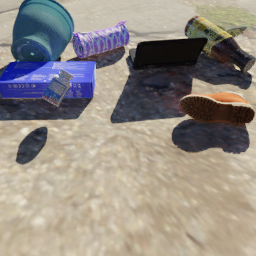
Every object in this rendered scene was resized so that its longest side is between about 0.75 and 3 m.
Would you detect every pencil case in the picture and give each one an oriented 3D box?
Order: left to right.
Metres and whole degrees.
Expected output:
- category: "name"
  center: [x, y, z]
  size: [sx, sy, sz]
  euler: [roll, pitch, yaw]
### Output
- category: "pencil case"
  center: [-1.024, -3.337, 10.541]
  size: [2.255, 0.964, 0.946]
  euler: [-24, 30, -27]

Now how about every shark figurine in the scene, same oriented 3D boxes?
- category: "shark figurine"
  center: [3.428, -3.484, 10.742]
  size: [1.886, 0.787, 1.127]
  euler: [-30, 11, 9]

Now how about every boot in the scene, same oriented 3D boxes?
- category: "boot"
  center: [2.387, -0.656, 7.712]
  size: [1.909, 0.716, 1.024]
  euler: [10, 35, 4]

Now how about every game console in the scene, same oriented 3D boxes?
- category: "game console"
  center: [1.270, -2.835, 9.676]
  size: [2.289, 1.332, 2.013]
  euler: [-5, 41, -7]

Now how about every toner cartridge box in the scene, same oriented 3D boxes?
- category: "toner cartridge box"
  center: [-2.408, -1.509, 8.688]
  size: [2.757, 0.595, 1.310]
  euler: [0, 40, 0]

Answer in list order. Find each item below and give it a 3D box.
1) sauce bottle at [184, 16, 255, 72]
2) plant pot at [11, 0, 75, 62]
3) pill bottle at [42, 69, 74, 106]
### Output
- category: "sauce bottle"
  center: [3.302, -3.049, 10.138]
  size: [0.955, 0.955, 2.893]
  euler: [-26, 56, -27]
- category: "plant pot"
  center: [-3.020, -3.072, 9.620]
  size: [2.024, 2.024, 1.902]
  euler: [4, 55, 4]
- category: "pill bottle"
  center: [-1.835, -1.081, 7.429]
  size: [0.515, 0.515, 0.918]
  euler: [31, 90, 31]
